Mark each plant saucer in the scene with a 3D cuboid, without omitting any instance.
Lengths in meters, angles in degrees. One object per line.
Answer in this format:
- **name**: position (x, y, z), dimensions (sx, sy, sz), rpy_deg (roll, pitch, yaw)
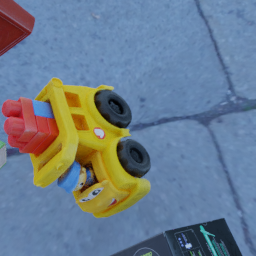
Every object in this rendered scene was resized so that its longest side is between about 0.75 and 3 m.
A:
- **plant saucer**: position (-2.875, -1.765, 5.455), dimensions (1.935, 1.939, 0.356), rpy_deg (-34, 88, 6)

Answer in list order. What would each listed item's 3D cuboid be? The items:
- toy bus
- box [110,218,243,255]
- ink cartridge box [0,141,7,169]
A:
- **toy bus**: position (-1.061, 0.356, 5.137), dimensions (1.715, 2.427, 2.528), rpy_deg (-39, 61, 30)
- **box**: position (0.844, 2.386, 4.557), dimensions (1.486, 2.001, 1.244), rpy_deg (-39, 58, 31)
- **ink cartridge box**: position (-3.443, 0.540, 5.493), dimensions (1.604, 0.674, 1.167), rpy_deg (23, 41, 5)
